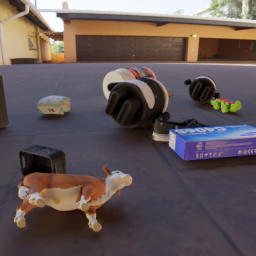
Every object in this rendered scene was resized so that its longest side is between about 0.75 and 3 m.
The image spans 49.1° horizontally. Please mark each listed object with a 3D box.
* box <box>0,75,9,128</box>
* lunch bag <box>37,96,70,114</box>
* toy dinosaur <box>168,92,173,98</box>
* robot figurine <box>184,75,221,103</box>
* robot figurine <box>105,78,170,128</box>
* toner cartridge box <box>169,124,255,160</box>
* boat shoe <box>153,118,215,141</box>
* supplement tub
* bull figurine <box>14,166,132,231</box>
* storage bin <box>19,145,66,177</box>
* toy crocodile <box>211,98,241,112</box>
[{"bbox_3d":[-5.718,-0.814,9.515,2.528,1.878,1.571,2,16,6],"label":"box"},{"bbox_3d":[-3.197,-1.001,12.178,1.075,0.769,1.262,3,11,7],"label":"lunch bag"},{"bbox_3d":[2.377,-1.987,16.388,0.486,0.277,0.916,-3,16,-7],"label":"toy dinosaur"},{"bbox_3d":[3.900,-2.018,14.650,1.373,1.653,2.200,-24,7,24],"label":"robot figurine"},{"bbox_3d":[0.357,-0.934,10.362,1.725,2.076,2.764,-17,4,36],"label":"robot figurine"},{"bbox_3d":[2.550,0.361,7.893,2.538,0.548,1.206,-4,17,-12],"label":"toner cartridge box"},{"bbox_3d":[1.904,0.035,8.854,2.236,0.633,0.767,-2,16,-6],"label":"boat shoe"},{"bbox_3d":[0.139,-2.207,14.450,1.768,1.768,2.519,14,21,39],"label":"supplement tub"},{"bbox_3d":[-0.941,1.174,4.927,2.059,0.671,1.250,-1,16,-2],"label":"bull figurine"},{"bbox_3d":[-1.899,0.796,6.249,0.962,0.650,0.451,9,19,27],"label":"storage bin"},{"bbox_3d":[4.440,-1.092,12.813,0.621,0.568,1.839,-4,16,-13],"label":"toy crocodile"}]
